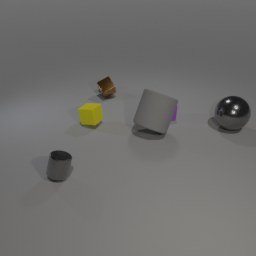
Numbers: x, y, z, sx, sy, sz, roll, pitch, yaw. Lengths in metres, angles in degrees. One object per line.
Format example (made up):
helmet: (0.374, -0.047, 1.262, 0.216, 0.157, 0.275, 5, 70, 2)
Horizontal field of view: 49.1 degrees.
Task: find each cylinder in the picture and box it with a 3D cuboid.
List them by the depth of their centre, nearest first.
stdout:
cylinder: (-2.159, 1.164, 8.783, 0.700, 0.700, 0.700, 14, 19, -5)
cylinder: (1.073, -0.665, 10.961, 1.400, 1.400, 1.400, 19, 7, -2)

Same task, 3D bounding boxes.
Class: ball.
ball: (4.232, -0.607, 11.368, 1.400, 1.400, 1.400, 0, 29, 0)

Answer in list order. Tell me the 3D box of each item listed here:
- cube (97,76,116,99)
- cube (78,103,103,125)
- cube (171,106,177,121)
cube: (-1.075, -2.054, 14.229, 0.700, 0.700, 0.700, -29, 72, -5)
cube: (-1.547, -0.582, 11.706, 0.700, 0.700, 0.700, 5, 26, 25)
cube: (1.719, -0.778, 12.436, 0.700, 0.700, 0.700, -5, 30, -11)
